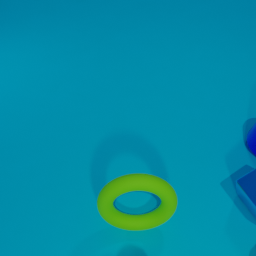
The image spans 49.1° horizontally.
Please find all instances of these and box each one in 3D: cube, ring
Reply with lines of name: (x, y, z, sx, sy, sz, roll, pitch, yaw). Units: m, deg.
cube: (2.638, 1.231, 5.184, 0.877, 0.877, 0.877, -32, 56, 3)
ring: (0.163, 1.335, 4.935, 1.418, 1.418, 0.284, -1, 37, -1)

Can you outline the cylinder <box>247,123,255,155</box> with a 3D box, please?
cylinder: (3.327, 0.106, 6.191, 1.010, 1.010, 1.010, 2, 57, -3)
